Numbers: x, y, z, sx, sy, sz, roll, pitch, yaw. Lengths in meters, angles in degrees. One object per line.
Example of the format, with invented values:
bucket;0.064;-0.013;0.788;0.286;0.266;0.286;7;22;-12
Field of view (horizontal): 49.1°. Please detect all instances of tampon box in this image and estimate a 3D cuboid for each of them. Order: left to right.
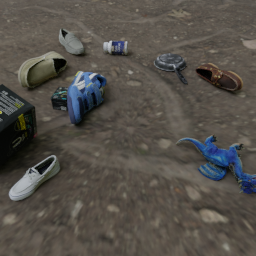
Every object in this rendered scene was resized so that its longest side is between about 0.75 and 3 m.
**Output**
tampon box;-3.614;0.073;7.592;1.209;1.435;1.915;33;54;11
tampon box;-2.285;-1.038;9.855;0.565;0.476;0.753;8;42;9

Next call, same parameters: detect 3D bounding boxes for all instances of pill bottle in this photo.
pill bottle;-0.555;-3.664;12.779;1.061;0.589;0.589;3;41;4

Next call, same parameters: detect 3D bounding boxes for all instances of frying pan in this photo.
frying pan;1.775;-2.594;11.786;1.399;0.376;2.312;4;38;6

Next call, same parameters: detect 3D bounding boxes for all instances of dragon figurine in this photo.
dragon figurine;2.331;0.869;7.480;2.473;0.728;1.229;20;45;20

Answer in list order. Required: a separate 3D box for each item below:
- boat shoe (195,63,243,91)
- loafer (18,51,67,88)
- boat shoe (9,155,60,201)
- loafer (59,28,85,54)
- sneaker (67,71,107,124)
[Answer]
boat shoe;3.419;-1.908;10.714;0.697;0.697;1.981;-17;36;-26
loafer;-3.287;-2.349;11.017;0.839;0.930;2.458;12;42;23
boat shoe;-2.436;1.230;7.248;0.550;0.488;1.494;25;47;26
loafer;-2.692;-4.064;13.128;0.730;0.729;2.088;-27;48;-27
sneaker;-1.408;-1.145;9.621;1.089;0.979;2.648;4;42;3
